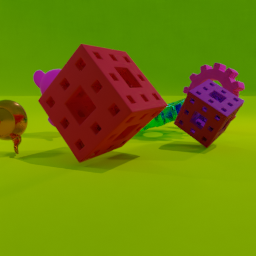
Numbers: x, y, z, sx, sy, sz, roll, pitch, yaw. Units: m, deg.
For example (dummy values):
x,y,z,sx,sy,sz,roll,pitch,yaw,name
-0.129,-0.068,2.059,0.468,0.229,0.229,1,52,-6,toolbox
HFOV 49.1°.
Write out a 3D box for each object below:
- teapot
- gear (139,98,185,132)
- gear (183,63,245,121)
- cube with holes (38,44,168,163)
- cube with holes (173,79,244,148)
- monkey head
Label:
x,y,z,sx,sy,sz,roll,pitch,yaw,name
-2.149,-0.092,4.894,0.737,1.185,0.580,-28,5,4,teapot
0.951,-0.377,7.387,2.019,0.373,2.019,-19,4,1,gear
2.461,-0.945,8.269,0.344,1.861,1.861,5,2,-41,gear
-0.390,-0.413,4.623,1.249,1.249,1.249,-43,-14,28,cube with holes
1.619,-0.308,5.662,0.846,0.846,0.846,39,45,21,cube with holes
-1.793,-0.779,7.093,1.887,1.357,1.137,32,-5,41,monkey head
